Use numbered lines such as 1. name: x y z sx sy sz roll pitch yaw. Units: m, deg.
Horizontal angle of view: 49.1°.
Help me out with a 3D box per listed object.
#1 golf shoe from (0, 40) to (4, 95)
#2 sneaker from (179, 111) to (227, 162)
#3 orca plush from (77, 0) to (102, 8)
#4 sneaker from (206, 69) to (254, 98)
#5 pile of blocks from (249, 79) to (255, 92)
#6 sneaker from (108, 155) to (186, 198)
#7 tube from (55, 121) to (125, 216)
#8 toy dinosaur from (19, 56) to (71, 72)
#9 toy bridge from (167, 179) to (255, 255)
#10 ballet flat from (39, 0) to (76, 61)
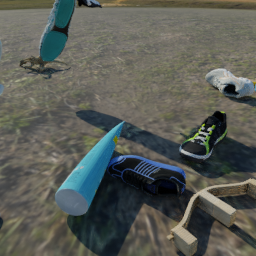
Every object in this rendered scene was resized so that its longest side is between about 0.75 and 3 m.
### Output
1. golf shoe: -2.965 -1.827 5.293 1.312 2.979 1.150 -7 1 23
2. sneaker: 2.050 0.105 7.494 0.781 0.902 2.178 19 34 31
3. orca plush: -1.684 -4.860 10.646 0.518 0.766 1.457 -26 -6 32
4. sneaker: 3.850 -1.773 11.172 0.979 0.806 2.129 -23 35 -29
5. pile of blocks: 5.725 -1.677 11.019 0.938 0.710 2.286 -20 33 -32
6. sneaker: 0.351 1.061 6.027 1.777 0.623 0.692 7 25 13
7. tube: -0.744 0.767 6.396 0.677 1.041 2.687 44 32 -11
8. toy dinosaur: -4.369 -3.382 14.128 2.732 0.795 1.381 3 27 5
9. toy bridge: 1.677 1.544 5.426 2.470 0.336 0.830 -19 31 -31
10. ballet flat: -2.602 -3.755 10.387 0.957 2.666 0.957 25 24 -12
